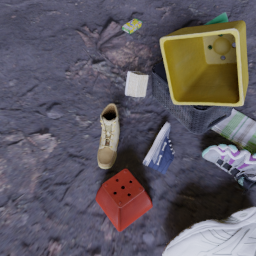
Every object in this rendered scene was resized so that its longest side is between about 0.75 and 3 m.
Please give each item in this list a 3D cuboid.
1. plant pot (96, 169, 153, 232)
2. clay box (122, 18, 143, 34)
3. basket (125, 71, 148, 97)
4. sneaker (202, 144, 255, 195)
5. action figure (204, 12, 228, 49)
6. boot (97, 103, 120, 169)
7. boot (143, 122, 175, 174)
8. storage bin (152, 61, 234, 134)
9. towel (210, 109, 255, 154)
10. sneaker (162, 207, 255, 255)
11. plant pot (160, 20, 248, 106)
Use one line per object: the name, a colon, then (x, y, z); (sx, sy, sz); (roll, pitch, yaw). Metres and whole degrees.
plant pot: (-0.117, 1.798, 7.470); (1.195, 1.054, 1.196); (-32, 61, -20)
clay box: (0.215, -4.591, 12.595); (0.498, 0.206, 0.867); (38, 63, 24)
basket: (0.293, -1.433, 9.219); (0.545, 0.805, 0.496); (-9, 24, -42)
sneaker: (3.127, 1.261, 8.027); (1.985, 0.772, 1.389); (8, 54, 6)
action figure: (2.422, -3.039, 9.514); (1.986, 1.173, 0.543); (-23, 32, -9)
boot: (-0.590, 0.243, 8.427); (0.613, 1.309, 1.685); (10, 55, 7)
boot: (1.140, 0.615, 8.691); (0.761, 0.613, 1.685); (29, 62, 5)
storage bin: (2.152, -1.272, 9.441); (1.752, 1.215, 2.592); (-30, 55, -17)
towel: (3.687, -0.036, 9.284); (1.676, 0.257, 1.250); (34, 62, 22)
sneaker: (2.268, 2.891, 6.690); (2.855, 1.112, 1.418); (-15, 59, -9)
plant pot: (2.370, -1.967, 7.802); (1.986, 1.973, 2.032); (6, 36, 35)
